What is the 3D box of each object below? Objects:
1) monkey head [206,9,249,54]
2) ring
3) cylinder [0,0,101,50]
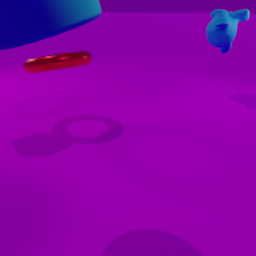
[{"bbox_3d":[3.231,-3.215,9.056,1.341,1.124,1.864,-5,-15,22],"label":"monkey head"},{"bbox_3d":[-1.753,-1.654,7.081,1.752,0.350,1.752,-9,13,2],"label":"ring"},{"bbox_3d":[-1.046,-1.610,2.869,1.249,1.249,1.249,-14,27,7],"label":"cylinder"}]
